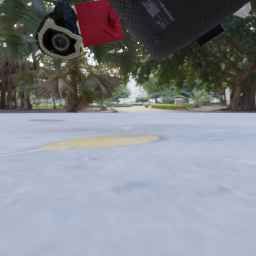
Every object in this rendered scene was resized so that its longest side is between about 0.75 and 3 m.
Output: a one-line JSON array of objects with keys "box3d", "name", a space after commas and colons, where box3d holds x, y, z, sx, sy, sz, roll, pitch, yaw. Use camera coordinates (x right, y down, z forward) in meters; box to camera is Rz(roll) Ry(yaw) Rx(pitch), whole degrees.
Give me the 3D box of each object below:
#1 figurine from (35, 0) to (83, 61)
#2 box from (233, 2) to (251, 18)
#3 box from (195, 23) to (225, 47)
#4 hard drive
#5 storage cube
[{"box3d": [-1.306, -2.937, 6.146, 0.952, 2.211, 2.157, 12, 33, -18], "name": "figurine"}, {"box3d": [2.901, -3.904, 8.755, 1.856, 0.384, 0.359, 37, 7, 35], "name": "box"}, {"box3d": [1.702, -3.117, 7.277, 0.771, 1.348, 1.480, -30, -29, 28], "name": "box"}, {"box3d": [1.152, -2.870, 5.574, 2.987, 2.015, 0.632, -28, 22, 41], "name": "hard drive"}, {"box3d": [-1.161, -3.625, 9.794, 1.441, 1.370, 1.603, -17, 18, -16], "name": "storage cube"}]
